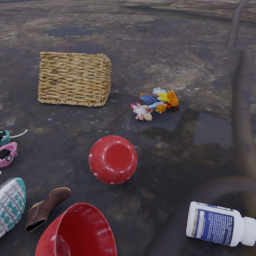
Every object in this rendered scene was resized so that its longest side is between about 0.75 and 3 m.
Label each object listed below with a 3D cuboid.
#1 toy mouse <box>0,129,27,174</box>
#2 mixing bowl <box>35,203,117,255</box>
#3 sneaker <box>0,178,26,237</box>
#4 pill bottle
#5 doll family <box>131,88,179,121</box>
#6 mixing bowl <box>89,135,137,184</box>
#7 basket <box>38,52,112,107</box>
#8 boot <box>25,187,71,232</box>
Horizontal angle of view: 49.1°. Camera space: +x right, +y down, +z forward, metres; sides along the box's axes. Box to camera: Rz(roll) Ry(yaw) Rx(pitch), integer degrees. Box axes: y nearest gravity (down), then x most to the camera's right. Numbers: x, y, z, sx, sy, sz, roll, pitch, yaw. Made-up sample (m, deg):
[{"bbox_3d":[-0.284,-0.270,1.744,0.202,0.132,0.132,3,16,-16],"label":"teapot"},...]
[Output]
[{"bbox_3d":[-4.033,0.653,8.711,2.320,0.449,2.062,29,45,34],"label":"toy mouse"},{"bbox_3d":[-1.098,2.456,5.393,0.969,1.789,1.789,-25,28,23],"label":"mixing bowl"},{"bbox_3d":[-3.400,2.100,6.203,1.291,1.098,2.830,7,35,15],"label":"sneaker"},{"bbox_3d":[2.067,2.180,6.279,1.404,0.780,0.780,9,36,13],"label":"pill bottle"},{"bbox_3d":[1.137,-0.988,10.613,2.048,0.923,1.271,-20,40,-26],"label":"doll family"},{"bbox_3d":[-0.330,0.826,7.579,1.392,0.754,1.392,3,79,-13],"label":"mixing bowl"},{"bbox_3d":[-2.202,-1.993,12.064,2.859,2.130,2.041,3,3,4],"label":"basket"},{"bbox_3d":[-1.874,1.940,6.662,1.123,0.406,0.934,-29,19,-1],"label":"boot"}]
